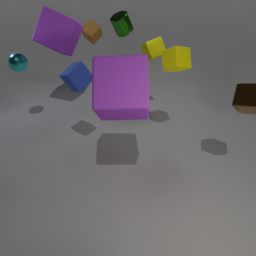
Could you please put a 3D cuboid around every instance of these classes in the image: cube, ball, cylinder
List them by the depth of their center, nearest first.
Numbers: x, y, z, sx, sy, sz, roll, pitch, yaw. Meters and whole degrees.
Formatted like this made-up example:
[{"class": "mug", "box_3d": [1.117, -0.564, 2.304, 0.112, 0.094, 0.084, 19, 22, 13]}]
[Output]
[{"class": "cube", "box_3d": [-0.151, -1.024, 7.536, 1.400, 1.400, 1.400, -1, -10, 3]}, {"class": "cube", "box_3d": [3.496, -0.828, 8.024, 0.700, 0.700, 0.700, 9, -11, 40]}, {"class": "cube", "box_3d": [-1.642, -1.642, 8.987, 0.700, 0.700, 0.700, -48, 30, -17]}, {"class": "cube", "box_3d": [1.648, -2.330, 9.527, 0.700, 0.700, 0.700, -6, 2, -37]}, {"class": "ball", "box_3d": [-4.095, -2.431, 10.437, 0.700, 0.700, 0.700, 0, 32, 0]}, {"class": "cylinder", "box_3d": [-0.227, -3.923, 10.572, 0.700, 0.700, 0.700, -15, 45, 16]}, {"class": "cube", "box_3d": [1.049, -3.229, 11.496, 0.700, 0.700, 0.700, -24, 9, -12]}, {"class": "cube", "box_3d": [-2.853, -3.923, 11.536, 1.400, 1.400, 1.400, 25, 12, -1]}, {"class": "cube", "box_3d": [-1.748, -4.646, 13.558, 0.700, 0.700, 0.700, 39, 81, 14]}]
